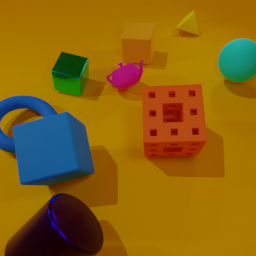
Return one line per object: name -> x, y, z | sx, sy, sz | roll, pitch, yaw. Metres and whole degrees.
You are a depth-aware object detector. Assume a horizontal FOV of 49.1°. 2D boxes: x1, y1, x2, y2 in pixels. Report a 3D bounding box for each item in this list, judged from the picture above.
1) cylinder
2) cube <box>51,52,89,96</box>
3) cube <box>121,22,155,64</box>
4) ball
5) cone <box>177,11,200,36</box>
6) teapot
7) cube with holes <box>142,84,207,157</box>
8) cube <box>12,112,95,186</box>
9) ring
cylinder -> -1.346, 2.128, 5.217 | 1.302, 1.302, 1.302 | -44, 57, 11
cube -> -1.750, -1.656, 8.644 | 0.879, 0.879, 0.879 | 14, 58, 2
cube -> 0.363, -2.877, 9.492 | 0.970, 0.970, 0.970 | 6, 51, 11
ball -> 3.388, -2.038, 8.470 | 1.272, 1.272, 1.272 | 0, 52, 0
cone -> 2.452, -3.817, 10.658 | 0.855, 0.851, 0.851 | 43, 55, -14
teapot -> -0.047, -1.652, 8.525 | 1.524, 0.746, 0.948 | -11, 22, 37
cube with holes -> 1.068, -0.122, 6.916 | 1.374, 1.374, 1.374 | -2, 71, 4
cube -> -1.638, 0.532, 6.371 | 1.282, 1.282, 1.282 | -15, 76, 5
ring -> -2.870, -0.140, 7.662 | 1.928, 0.386, 1.928 | 8, 51, -10
